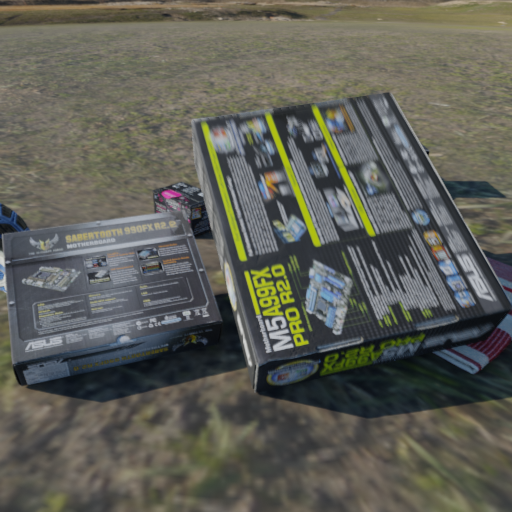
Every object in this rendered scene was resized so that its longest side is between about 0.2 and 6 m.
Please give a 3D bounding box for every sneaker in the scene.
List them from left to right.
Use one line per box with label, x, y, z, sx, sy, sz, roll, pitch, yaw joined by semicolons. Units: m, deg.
sneaker;-3.154;0.207;7.860;2.408;0.928;0.912;39;53;24

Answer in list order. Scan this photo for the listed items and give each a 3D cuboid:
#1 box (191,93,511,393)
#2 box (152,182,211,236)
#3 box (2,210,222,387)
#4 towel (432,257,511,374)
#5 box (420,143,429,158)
box;0.953;-0.419;7.140;2.962;0.819;3.698;-11;57;-10
box;-1.249;-0.849;10.101;1.094;0.628;0.723;25;35;38
box;-1.816;0.423;6.978;2.382;0.576;1.887;-10;54;-19
towel;2.804;0.625;7.712;1.752;0.277;2.433;27;40;37
box;3.108;-1.854;11.624;0.584;0.977;0.994;-3;28;-3
